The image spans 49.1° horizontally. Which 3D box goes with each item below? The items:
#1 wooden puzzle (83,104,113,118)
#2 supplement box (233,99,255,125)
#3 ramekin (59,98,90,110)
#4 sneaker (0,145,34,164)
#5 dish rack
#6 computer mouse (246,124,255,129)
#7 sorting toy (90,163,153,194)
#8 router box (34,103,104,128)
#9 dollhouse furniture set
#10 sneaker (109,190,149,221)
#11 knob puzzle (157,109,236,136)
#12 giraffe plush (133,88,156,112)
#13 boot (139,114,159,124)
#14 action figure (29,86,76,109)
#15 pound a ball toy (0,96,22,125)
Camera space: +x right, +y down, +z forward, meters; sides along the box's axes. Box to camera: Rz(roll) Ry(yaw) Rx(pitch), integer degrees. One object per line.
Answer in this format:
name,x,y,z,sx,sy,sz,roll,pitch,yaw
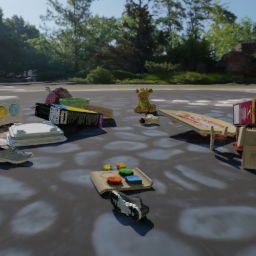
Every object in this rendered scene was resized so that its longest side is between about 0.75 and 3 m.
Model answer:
wooden puzzle,-1.277,-0.785,12.426,1.269,0.255,1.372,10,-10,-1
supplement box,4.736,-0.537,10.239,1.123,0.871,2.035,0,-1,2
ramekin,-2.742,-1.125,14.463,1.538,0.751,1.538,0,11,0
sneaker,-2.725,0.607,6.652,0.959,0.393,0.358,1,11,3
dish rack,-3.026,0.110,9.124,1.733,0.440,2.019,-6,12,-24
computer mouse,4.909,0.188,8.847,2.079,0.478,1.460,6,2,32
sorting toy,-0.222,0.922,5.600,1.022,0.184,1.372,-4,12,-19
router box,-2.384,-0.517,11.053,1.808,0.619,2.424,5,6,-39
dollhouse furniture set,2.963,0.446,6.963,1.778,0.916,1.759,3,0,15
sneaker,0.025,1.158,4.285,0.355,0.261,0.786,-5,16,-38
knob puzzle,2.675,-0.092,10.017,2.883,0.400,2.883,11,14,-3
giraffe plush,0.902,-1.567,15.436,1.319,1.240,1.529,-2,11,-9
boot,0.754,-0.352,11.709,0.709,0.332,0.912,-6,16,-28
action figure,-3.998,-1.226,14.720,1.529,1.700,2.283,-41,18,30
pound a ball toy,-5.352,-0.923,10.739,1.181,1.813,2.780,3,11,17
